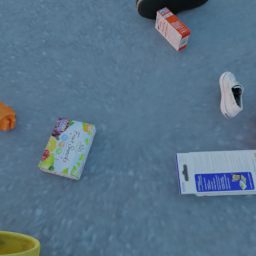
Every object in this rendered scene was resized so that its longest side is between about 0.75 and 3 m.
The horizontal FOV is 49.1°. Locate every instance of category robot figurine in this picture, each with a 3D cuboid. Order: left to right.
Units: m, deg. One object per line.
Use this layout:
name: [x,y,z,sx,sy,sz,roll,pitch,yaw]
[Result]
robot figurine: [-3.679,-0.384,7.969,1.072,0.625,0.771,39,72,17]

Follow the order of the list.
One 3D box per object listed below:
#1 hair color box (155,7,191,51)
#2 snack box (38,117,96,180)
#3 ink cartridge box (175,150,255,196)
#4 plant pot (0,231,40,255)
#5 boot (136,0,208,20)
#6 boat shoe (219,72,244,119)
hair color box: [1.465,-3.280,9.297,0.416,0.722,1.302,-32,69,-15]
snack box: [-1.619,0.539,7.644,1.086,0.404,1.527,13,65,6]
ink cartridge box: [2.425,1.180,7.336,2.346,0.435,1.111,-1,65,-3]
plant pot: [-2.952,3.246,5.579,2.051,2.051,1.930,6,80,3]
boot: [1.276,-5.086,10.010,2.912,1.051,2.200,-20,64,-15]
boat shoe: [2.994,-1.053,7.986,0.610,0.557,1.695,34,50,-18]
